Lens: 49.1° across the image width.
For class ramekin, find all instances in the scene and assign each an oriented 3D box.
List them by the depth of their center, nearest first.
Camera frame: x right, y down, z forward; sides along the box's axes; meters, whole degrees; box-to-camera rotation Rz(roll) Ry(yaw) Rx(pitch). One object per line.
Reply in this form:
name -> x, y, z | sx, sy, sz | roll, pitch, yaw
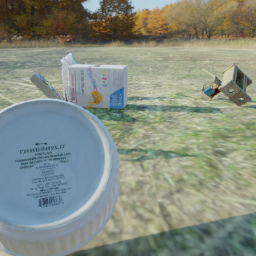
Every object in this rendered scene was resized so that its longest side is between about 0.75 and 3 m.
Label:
ramekin -> -0.864, 0.475, 3.009 | 1.681, 0.883, 1.681 | 5, 61, -10

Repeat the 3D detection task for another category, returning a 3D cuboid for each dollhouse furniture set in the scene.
dollhouse furniture set -> 3.306, -1.215, 9.513 | 1.420, 0.995, 1.001 | -37, 21, 48

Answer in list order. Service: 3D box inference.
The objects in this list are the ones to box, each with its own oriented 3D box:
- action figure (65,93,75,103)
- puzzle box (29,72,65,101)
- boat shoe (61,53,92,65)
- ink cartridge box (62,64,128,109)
action figure -> -1.373, -0.128, 5.638 | 0.664, 1.117, 0.570 | 18, 29, -29
puzzle box -> -2.440, -1.190, 8.631 | 0.231, 1.208, 1.816 | -44, 20, -1
boat shoe -> -1.602, -2.078, 10.305 | 1.829, 0.780, 0.676 | 47, -1, 11
ink cartridge box -> -1.181, -1.365, 9.089 | 2.261, 1.302, 0.767 | 3, 19, 10
